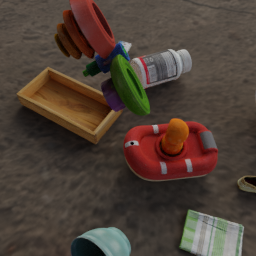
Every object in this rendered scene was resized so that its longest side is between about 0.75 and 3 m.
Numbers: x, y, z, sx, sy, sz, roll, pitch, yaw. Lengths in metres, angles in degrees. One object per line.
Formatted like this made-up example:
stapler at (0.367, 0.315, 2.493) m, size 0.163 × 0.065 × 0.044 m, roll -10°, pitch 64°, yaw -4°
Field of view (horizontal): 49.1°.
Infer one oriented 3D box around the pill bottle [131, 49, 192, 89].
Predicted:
pill bottle at (1.116, -2.015, 9.339) m, size 1.879 × 1.040 × 1.040 m, roll -18°, pitch 56°, yaw -13°

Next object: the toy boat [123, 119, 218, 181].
toy boat at (1.122, 0.378, 7.219) m, size 2.486 × 1.625 × 1.623 m, roll -6°, pitch 54°, yaw -4°

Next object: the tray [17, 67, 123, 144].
tray at (-1.806, -0.770, 8.750) m, size 2.970 × 0.550 × 1.465 m, roll 27°, pitch 58°, yaw 17°

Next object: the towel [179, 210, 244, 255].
towel at (1.967, 2.540, 6.526) m, size 1.353 × 0.208 × 1.010 m, roll 15°, pitch 55°, yaw 11°

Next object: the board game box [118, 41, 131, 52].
board game box at (-0.245, -2.977, 10.602) m, size 0.495 × 0.136 × 0.784 m, roll 18°, pitch 56°, yaw 13°

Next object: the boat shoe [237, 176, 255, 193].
boat shoe at (3.444, 1.468, 7.197) m, size 1.151 × 0.382 × 0.426 m, roll 4°, pitch 54°, yaw 3°

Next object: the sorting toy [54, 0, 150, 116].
sorting toy at (-0.561, -1.201, 5.435) m, size 1.025 × 2.497 × 1.500 m, roll -26°, pitch 13°, yaw 14°

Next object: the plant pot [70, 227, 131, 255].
plant pot at (-0.468, 2.653, 5.927) m, size 1.265 × 1.265 × 0.848 m, roll 36°, pitch 35°, yaw 23°
